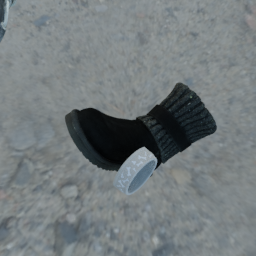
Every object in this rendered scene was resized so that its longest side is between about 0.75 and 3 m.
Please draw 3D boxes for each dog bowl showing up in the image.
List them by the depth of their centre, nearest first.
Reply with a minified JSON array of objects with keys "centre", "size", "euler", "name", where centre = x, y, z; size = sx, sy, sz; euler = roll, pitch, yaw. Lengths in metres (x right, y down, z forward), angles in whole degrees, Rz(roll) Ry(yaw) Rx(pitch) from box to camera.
[{"centre":[0.129,0.647,4.079],"size":[0.225,0.767,0.767],"euler":[39,73,24],"name":"dog bowl"}]

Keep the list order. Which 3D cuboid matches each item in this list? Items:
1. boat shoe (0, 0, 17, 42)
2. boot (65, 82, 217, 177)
[{"centre":[-2.245,-2.169,4.361],"size":[1.064,0.985,2.883],"euler":[-34,46,6],"name":"boat shoe"},{"centre":[0.342,-0.097,4.850],"size":[1.901,2.542,0.957],"euler":[-38,55,14],"name":"boot"}]
